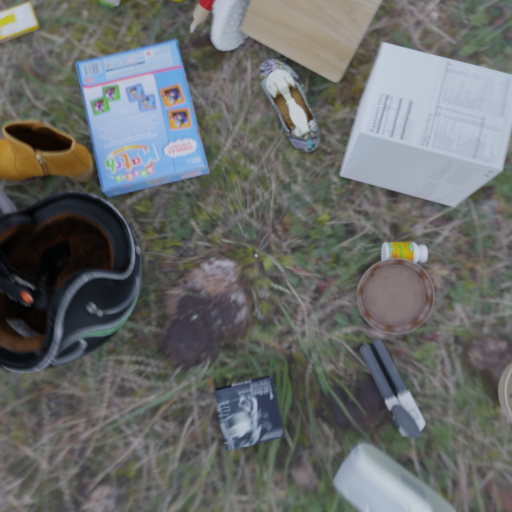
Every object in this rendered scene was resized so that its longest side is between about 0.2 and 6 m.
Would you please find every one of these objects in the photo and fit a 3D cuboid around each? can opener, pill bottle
[{"bbox_3d":[2.257,2.164,9.159,0.439,0.550,1.645,-25,81,-4],"label":"can opener"},{"bbox_3d":[2.547,-0.033,9.639,0.716,0.398,0.398,0,80,0],"label":"pill bottle"}]

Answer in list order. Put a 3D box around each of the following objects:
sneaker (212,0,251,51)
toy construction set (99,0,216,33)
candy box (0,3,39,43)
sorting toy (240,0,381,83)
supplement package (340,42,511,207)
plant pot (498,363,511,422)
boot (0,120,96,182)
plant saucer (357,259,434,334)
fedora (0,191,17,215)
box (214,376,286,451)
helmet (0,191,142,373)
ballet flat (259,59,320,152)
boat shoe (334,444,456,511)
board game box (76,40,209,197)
[{"bbox_3d":[-0.448,-4.784,10.420,0.832,0.790,2.068,17,82,25],"label":"sneaker"},{"bbox_3d":[-1.710,-5.010,9.907,2.437,2.246,2.922,-2,53,-44],"label":"toy construction set"},{"bbox_3d":[-4.675,-4.357,10.564,1.034,0.137,0.528,-21,83,-3],"label":"candy box"},{"bbox_3d":[1.068,-4.489,9.837,2.035,0.708,2.023,29,124,2],"label":"sorting toy"},{"bbox_3d":[2.716,-2.037,9.162,2.139,2.045,1.573,16,80,3],"label":"supplement package"},{"bbox_3d":[4.458,2.209,8.972,1.346,0.903,1.346,0,80,-1],"label":"plant pot"},{"bbox_3d":[-3.909,-1.814,9.325,2.317,1.659,0.815,8,79,2],"label":"boot"},{"bbox_3d":[2.344,0.674,9.484,1.279,0.220,1.279,0,94,5],"label":"plant saucer"},{"bbox_3d":[-5.012,-0.297,9.391,2.157,0.974,1.908,-30,83,-13],"label":"fedora"},{"bbox_3d":[-0.107,2.530,9.077,0.974,0.604,0.958,-14,82,-3],"label":"box"},{"bbox_3d":[-2.961,0.353,8.551,2.533,2.415,2.533,8,113,20],"label":"helmet"},{"bbox_3d":[0.596,-2.791,9.995,0.694,0.694,1.930,-25,81,-4],"label":"ballet flat"},{"bbox_3d":[2.381,4.093,8.724,2.657,0.927,0.946,39,104,6],"label":"boat shoe"},{"bbox_3d":[-2.043,-2.469,10.051,1.878,0.454,2.483,-13,79,-2],"label":"board game box"}]
